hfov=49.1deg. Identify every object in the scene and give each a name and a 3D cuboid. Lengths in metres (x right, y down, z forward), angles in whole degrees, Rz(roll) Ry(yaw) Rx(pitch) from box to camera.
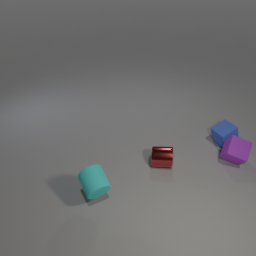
[{"bbox_3d":[3.663,0.235,10.594,0.700,0.700,0.700,-31,38,-9],"label":"cube"},{"bbox_3d":[3.658,0.751,9.515,0.700,0.700,0.700,23,74,3],"label":"cube"},{"bbox_3d":[-0.926,1.472,7.672,0.700,0.700,0.700,-17,61,-26],"label":"cylinder"},{"bbox_3d":[1.172,0.973,9.486,0.700,0.700,0.700,1,31,10],"label":"cylinder"}]
